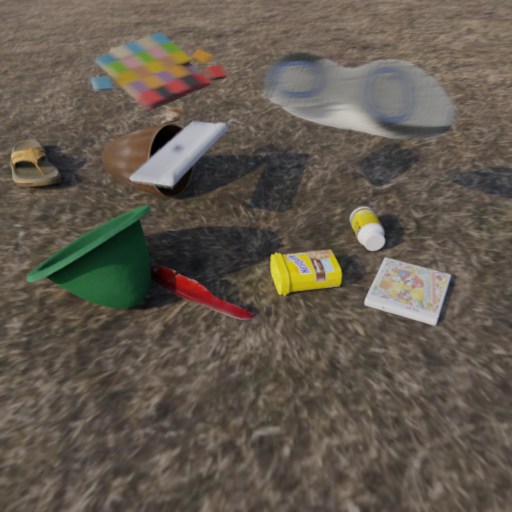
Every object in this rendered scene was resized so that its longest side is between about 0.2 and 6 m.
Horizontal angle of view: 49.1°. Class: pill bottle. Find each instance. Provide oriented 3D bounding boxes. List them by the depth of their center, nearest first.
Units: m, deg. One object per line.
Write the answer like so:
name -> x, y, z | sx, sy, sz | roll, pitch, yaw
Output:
pill bottle -> 2.440, -0.580, 12.212 | 0.574, 0.574, 1.020 | -4, 37, -6

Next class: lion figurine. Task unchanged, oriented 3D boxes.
lion figurine -> -1.971, -3.405, 13.511 | 0.586, 0.347, 0.957 | -22, 19, -24

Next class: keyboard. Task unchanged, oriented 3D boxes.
keyboard -> -1.615, -2.352, 12.454 | 0.947, 0.179, 3.366 | 5, 33, 17

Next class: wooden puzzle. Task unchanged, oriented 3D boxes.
wooden puzzle -> -1.814, -3.363, 10.104 | 1.477, 0.175, 2.491 | 45, 56, 15

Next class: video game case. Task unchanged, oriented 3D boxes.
video game case -> 2.967, 0.651, 10.894 | 1.348, 0.170, 1.482 | 16, 39, 20

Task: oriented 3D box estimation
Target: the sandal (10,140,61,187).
sandal -> -5.921, -2.561, 14.718 | 1.120, 0.753, 2.788 | -16, 40, -21

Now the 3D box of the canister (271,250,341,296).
canister -> 0.979, 0.300, 11.082 | 1.223, 0.529, 0.908 | -6, 37, -10

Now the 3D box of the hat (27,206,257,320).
hat -> -2.370, 0.800, 10.639 | 2.587, 2.750, 3.124 | -40, 17, -31

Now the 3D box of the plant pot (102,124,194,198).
plant pot -> -2.822, -2.377, 13.905 | 1.884, 1.761, 1.761 | 7, 36, 28

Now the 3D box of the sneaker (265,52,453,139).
sneaker -> 1.739, -2.613, 9.409 | 3.090, 1.151, 1.346 | 20, 2, 17
